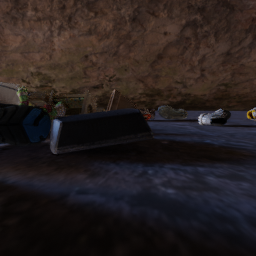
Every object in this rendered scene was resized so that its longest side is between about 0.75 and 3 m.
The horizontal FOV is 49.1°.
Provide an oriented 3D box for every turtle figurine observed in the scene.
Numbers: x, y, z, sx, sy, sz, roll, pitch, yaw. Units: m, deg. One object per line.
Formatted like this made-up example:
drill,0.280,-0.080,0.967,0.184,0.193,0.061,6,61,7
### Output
turtle figurine,-2.420,-0.407,6.644,1.598,1.150,1.549,8,5,41

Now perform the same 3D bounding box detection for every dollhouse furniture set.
dollhouse furniture set,-1.774,-0.257,8.297,1.877,1.043,1.660,1,-20,18

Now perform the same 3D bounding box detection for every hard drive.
hard drive,-0.579,-0.020,4.884,1.563,0.491,2.318,-8,6,-12

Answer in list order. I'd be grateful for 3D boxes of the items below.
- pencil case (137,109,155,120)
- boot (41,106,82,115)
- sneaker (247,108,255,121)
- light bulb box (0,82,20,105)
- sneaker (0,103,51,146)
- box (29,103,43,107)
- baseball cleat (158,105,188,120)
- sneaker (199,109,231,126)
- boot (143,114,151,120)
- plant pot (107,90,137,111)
pencil case,0.681,-0.648,13.744,1.375,0.615,0.535,-3,43,-28
boot,-1.911,-0.500,10.163,2.217,0.799,1.714,0,4,19
sneaker,6.023,-0.596,12.420,0.827,0.783,2.013,-5,-5,-4
light bulb box,-4.883,-0.711,8.555,2.273,1.419,2.253,0,5,7
sneaker,-2.540,-0.056,4.479,2.428,0.889,0.995,10,-6,-40
box,-4.251,-0.787,11.826,0.751,1.128,2.998,1,5,3
baseball cleat,2.113,-0.701,14.394,2.033,0.709,1.082,9,-8,-36
sneaker,3.259,-0.296,9.784,1.434,0.538,0.828,-13,14,-25
boot,0.841,-0.480,13.265,0.859,0.322,0.461,-13,15,-36
plant pot,-0.304,-1.027,14.162,1.324,1.519,1.519,17,1,-10
